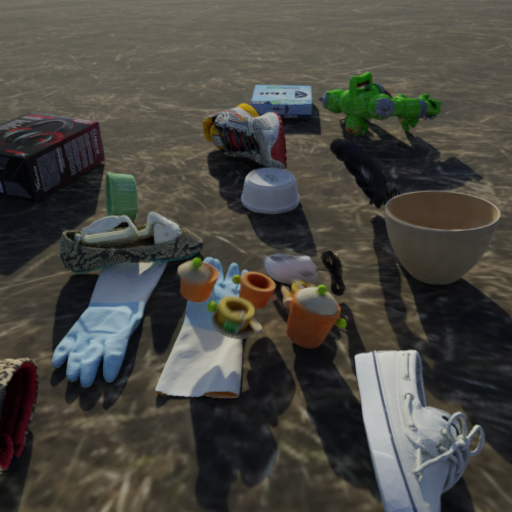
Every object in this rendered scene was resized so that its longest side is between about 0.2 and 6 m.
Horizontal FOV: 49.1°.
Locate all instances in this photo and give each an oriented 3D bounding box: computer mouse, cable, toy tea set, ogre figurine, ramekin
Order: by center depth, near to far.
[{"bbox_3d":[0.094,0.483,7.738,2.367,0.876,1.408,9,29,-16],"label":"toy tea set"},{"bbox_3d":[0.707,0.264,8.845,1.343,0.736,0.295,1,30,28],"label":"computer mouse"},{"bbox_3d":[1.962,-1.573,10.636,1.612,0.502,1.976,44,8,-9],"label":"cable"},{"bbox_3d":[-2.579,-1.099,10.712,0.485,0.993,0.993,-4,31,-21],"label":"ramekin"},{"bbox_3d":[0.290,-1.371,11.493,1.211,0.564,1.211,-1,32,0],"label":"ramekin"},{"bbox_3d":[3.033,-4.062,14.946,1.887,1.545,3.148,-12,44,-41],"label":"ogre figurine"}]

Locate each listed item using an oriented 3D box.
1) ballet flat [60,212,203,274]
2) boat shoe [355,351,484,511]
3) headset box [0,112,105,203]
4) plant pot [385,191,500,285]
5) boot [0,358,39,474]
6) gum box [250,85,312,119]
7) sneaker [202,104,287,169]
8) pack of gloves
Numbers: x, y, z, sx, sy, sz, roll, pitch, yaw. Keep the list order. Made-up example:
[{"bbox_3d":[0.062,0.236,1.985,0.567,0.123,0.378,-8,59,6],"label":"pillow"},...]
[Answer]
[{"bbox_3d":[-2.046,-0.289,9.360,2.402,0.904,0.815,-8,39,-16],"label":"ballet flat"},{"bbox_3d":[1.767,1.912,5.774,1.163,1.008,2.728,-14,24,10],"label":"boat shoe"},{"bbox_3d":[-4.930,-2.358,12.626,2.037,1.028,2.741,13,34,19],"label":"headset box"},{"bbox_3d":[2.925,-0.227,9.037,1.725,1.158,1.725,-2,26,1],"label":"plant pot"},{"bbox_3d":[-3.677,2.012,5.685,2.192,1.065,2.911,-2,26,-1],"label":"boot"},{"bbox_3d":[0.772,-4.636,16.808,1.766,0.463,2.079,2,32,4],"label":"gum box"},{"bbox_3d":[-0.282,-2.693,13.173,1.357,1.286,3.304,-18,27,-19],"label":"sneaker"},{"bbox_3d":[-1.393,0.710,8.156,2.547,0.598,3.032,3,32,2],"label":"pack of gloves"}]
